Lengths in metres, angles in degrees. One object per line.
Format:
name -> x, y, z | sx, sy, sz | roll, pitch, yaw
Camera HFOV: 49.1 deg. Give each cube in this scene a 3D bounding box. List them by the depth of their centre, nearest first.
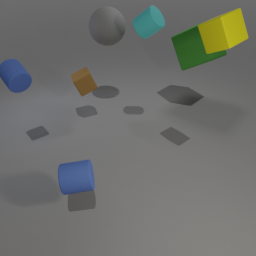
cube -> 2.166, -2.197, 6.393 | 0.700, 0.700, 0.700 | -31, 17, -26
cube -> -1.658, -1.754, 10.581 | 0.700, 0.700, 0.700 | -28, 39, -1
cube -> 2.817, -3.242, 11.064 | 1.400, 1.400, 1.400 | -12, 11, 44

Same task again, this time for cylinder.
cylinder -> -1.155, 1.110, 6.342 | 0.700, 0.700, 0.700 | -9, 32, -2
cylinder -> -3.220, -1.483, 7.980 | 0.700, 0.700, 0.700 | -25, 61, -34
cylinder -> 0.625, -3.153, 8.378 | 0.700, 0.700, 0.700 | -24, 14, 38

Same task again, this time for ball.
ball -> -0.787, -3.845, 10.616 | 1.400, 1.400, 1.400 | 0, 32, 0
